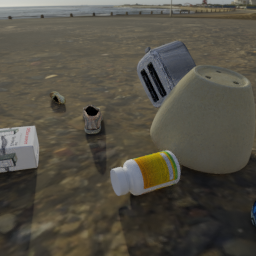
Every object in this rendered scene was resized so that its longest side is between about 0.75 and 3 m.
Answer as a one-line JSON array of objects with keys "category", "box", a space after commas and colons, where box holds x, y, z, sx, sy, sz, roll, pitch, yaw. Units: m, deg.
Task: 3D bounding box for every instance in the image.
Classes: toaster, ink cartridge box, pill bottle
[{"category": "toaster", "box": [1.478, -1.750, 9.894, 1.656, 2.563, 1.457, -21, -6, -32]}, {"category": "ink cartridge box", "box": [-3.427, 0.591, 7.719, 1.765, 0.742, 1.284, -7, 28, -13]}, {"category": "pill bottle", "box": [0.392, 1.092, 6.620, 1.512, 0.840, 0.840, -12, 29, -22]}]

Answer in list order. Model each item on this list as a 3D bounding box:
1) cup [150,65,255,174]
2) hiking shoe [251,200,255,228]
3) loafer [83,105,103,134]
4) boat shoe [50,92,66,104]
[{"category": "cup", "box": [2.285, -0.496, 7.833, 2.958, 2.116, 2.958, 8, 31, -5]}, {"category": "hiking shoe", "box": [2.777, 1.821, 5.332, 0.604, 0.704, 1.624, 5, 27, 10]}, {"category": "loafer", "box": [-1.266, -0.499, 9.997, 0.728, 0.637, 2.026, -4, 27, -8]}, {"category": "boat shoe", "box": [-3.053, -1.284, 11.847, 1.018, 0.377, 0.338, 24, 30, 39]}]
